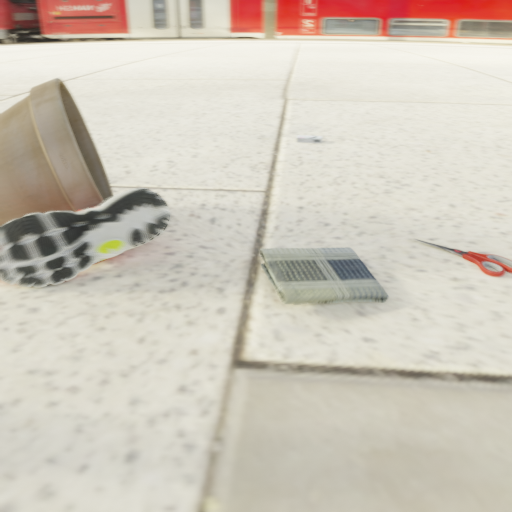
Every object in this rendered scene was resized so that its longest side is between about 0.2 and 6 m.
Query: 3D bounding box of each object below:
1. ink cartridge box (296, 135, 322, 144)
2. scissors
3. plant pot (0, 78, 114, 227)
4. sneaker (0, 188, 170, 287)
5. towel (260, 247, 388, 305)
[{"bbox_3d":[1.529,-3.377,16.063,0.711,0.155,0.617,4,28,8],"label":"ink cartridge box"},{"bbox_3d":[3.477,-0.034,9.301,0.642,0.122,1.754,-19,30,-29],"label":"scissors"},{"bbox_3d":[-4.032,-1.490,9.950,2.306,2.657,2.657,-22,29,-6],"label":"plant pot"},{"bbox_3d":[-2.768,-0.233,8.922,2.887,1.112,1.226,-16,2,-19],"label":"sneaker"},{"bbox_3d":[0.945,0.307,8.384,1.633,0.282,1.572,0,28,-14],"label":"towel"}]
